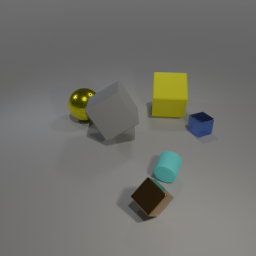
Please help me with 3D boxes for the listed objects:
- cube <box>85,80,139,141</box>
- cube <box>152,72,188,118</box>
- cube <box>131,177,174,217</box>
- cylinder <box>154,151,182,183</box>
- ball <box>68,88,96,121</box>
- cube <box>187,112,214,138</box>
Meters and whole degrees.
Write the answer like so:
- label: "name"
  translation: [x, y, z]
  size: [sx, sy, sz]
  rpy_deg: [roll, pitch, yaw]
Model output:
- label: "cube"
  translation: [-0.548, -0.660, 10.310]
  size: [1.400, 1.400, 1.400]
  rpy_deg: [-29, 23, 13]
- label: "cube"
  translation: [1.774, -1.413, 12.100]
  size: [1.400, 1.400, 1.400]
  rpy_deg: [2, 60, 4]
- label: "cube"
  translation: [0.638, 1.806, 7.314]
  size: [0.700, 0.700, 0.700]
  rpy_deg: [-50, 60, 2]
- label: "cylinder"
  translation: [1.232, 1.193, 8.634]
  size: [0.700, 0.700, 0.700]
  rpy_deg: [12, 42, 20]
- label: "ball"
  translation: [-1.833, -0.998, 11.870]
  size: [1.400, 1.400, 1.400]
  rpy_deg: [0, 30, 0]
- label: "cube"
  translation: [2.870, -0.140, 11.095]
  size: [0.700, 0.700, 0.700]
  rpy_deg: [-14, 33, -22]
